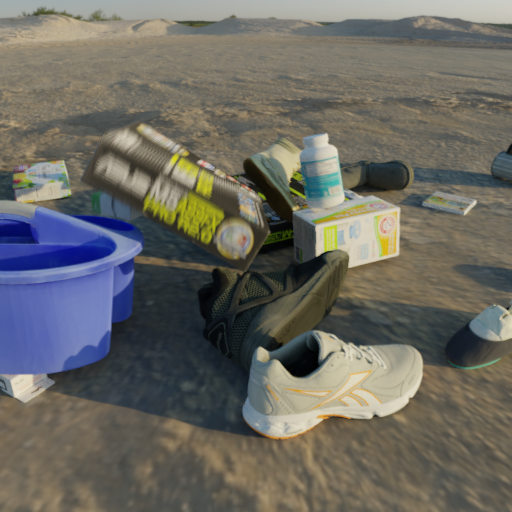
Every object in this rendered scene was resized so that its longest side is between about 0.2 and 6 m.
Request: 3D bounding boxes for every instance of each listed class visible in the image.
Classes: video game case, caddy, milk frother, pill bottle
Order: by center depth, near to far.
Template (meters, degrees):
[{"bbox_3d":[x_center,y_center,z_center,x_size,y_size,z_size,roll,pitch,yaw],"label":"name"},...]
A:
[{"bbox_3d":[-3.748,0.210,8.540,4.093,2.149,2.894,1,18,2],"label":"caddy"},{"bbox_3d":[1.248,-1.648,10.862,0.751,1.355,0.751,-10,15,3],"label":"pill bottle"},{"bbox_3d":[4.890,-1.338,14.183,1.071,0.123,0.974,19,32,31],"label":"video game case"},{"bbox_3d":[7.550,-2.465,15.712,1.290,1.164,1.213,28,6,-41],"label":"milk frother"}]

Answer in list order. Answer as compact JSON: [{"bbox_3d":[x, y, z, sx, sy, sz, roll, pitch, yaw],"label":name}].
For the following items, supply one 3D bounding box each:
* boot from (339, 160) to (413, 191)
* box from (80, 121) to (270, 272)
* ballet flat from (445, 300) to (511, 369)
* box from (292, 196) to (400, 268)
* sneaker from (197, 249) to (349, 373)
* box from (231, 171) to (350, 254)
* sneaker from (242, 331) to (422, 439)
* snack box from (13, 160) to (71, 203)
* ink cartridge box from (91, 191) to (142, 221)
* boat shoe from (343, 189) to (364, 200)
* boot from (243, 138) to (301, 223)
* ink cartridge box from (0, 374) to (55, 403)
[{"bbox_3d":[2.531,-1.996,14.646,2.431,0.882,2.210,-11,14,-34],"label":"boot"},{"bbox_3d":[-1.202,-1.169,9.501,2.737,0.756,3.417,30,13,-11],"label":"box"},{"bbox_3d":[3.883,1.052,8.723,2.292,0.837,0.837,-13,30,-24],"label":"ballet flat"},{"bbox_3d":[1.807,-0.443,11.215,1.926,1.083,0.976,-12,24,-20],"label":"box"},{"bbox_3d":[0.259,0.557,9.202,1.833,1.223,3.200,24,40,28],"label":"sneaker"},{"bbox_3d":[0.239,-1.163,13.148,3.096,0.762,3.206,-12,29,-27],"label":"box"},{"bbox_3d":[1.119,1.486,7.378,2.660,1.223,1.007,-11,30,-22],"label":"sneaker"},{"bbox_3d":[-5.782,-2.017,15.079,1.369,0.510,1.925,-10,28,-19],"label":"snack box"},{"bbox_3d":[-2.752,-1.083,11.448,0.967,0.408,0.706,14,26,21],"label":"ink cartridge box"},{"bbox_3d":[2.386,-1.196,13.352,0.671,0.681,1.921,-13,23,-17],"label":"boat shoe"},{"bbox_3d":[0.640,-1.605,11.667,1.258,1.627,0.586,-39,2,-34],"label":"boot"},{"bbox_3d":[-3.417,1.664,8.014,0.955,0.324,0.554,17,33,29],"label":"ink cartridge box"}]
